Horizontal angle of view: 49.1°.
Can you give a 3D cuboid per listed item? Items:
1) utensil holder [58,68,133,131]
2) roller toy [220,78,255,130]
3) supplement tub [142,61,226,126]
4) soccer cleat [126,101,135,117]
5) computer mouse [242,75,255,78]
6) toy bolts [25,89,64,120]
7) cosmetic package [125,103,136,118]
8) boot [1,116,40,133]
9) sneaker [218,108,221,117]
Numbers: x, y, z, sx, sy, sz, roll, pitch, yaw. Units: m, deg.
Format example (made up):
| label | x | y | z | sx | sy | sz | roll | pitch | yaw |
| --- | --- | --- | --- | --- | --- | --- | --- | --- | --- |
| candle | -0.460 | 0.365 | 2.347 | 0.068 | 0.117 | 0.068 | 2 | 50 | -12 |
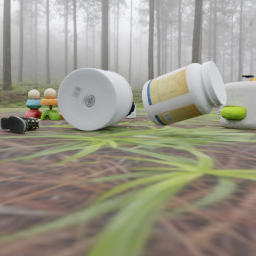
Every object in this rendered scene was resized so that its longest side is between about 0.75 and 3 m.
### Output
| label | x | y | z | sx | sy | sz | roll | pitch | yaw |
| --- | --- | --- | --- | --- | --- | --- | --- | --- | --- |
| utensil holder | -0.873 | -0.839 | 8.208 | 1.771 | 1.771 | 2.084 | 1 | 8 | 9 |
| roller toy | 3.842 | -0.760 | 8.510 | 1.949 | 1.493 | 2.137 | 2 | 5 | 17 |
| supplement tub | 1.213 | -0.730 | 6.108 | 1.545 | 1.118 | 1.118 | -16 | -5 | 33 |
| soccer cleat | -0.929 | -0.612 | 10.890 | 2.999 | 1.013 | 1.215 | -7 | 21 | -28 |
| computer mouse | 3.956 | -1.482 | 8.382 | 1.044 | 0.178 | 0.306 | 7 | 16 | 17 |
| toy bolts | -3.827 | -1.133 | 13.335 | 2.025 | 1.405 | 1.935 | 2 | 5 | 22 |
| cosmetic package | -0.791 | -0.886 | 14.161 | 2.160 | 0.800 | 1.098 | -1 | 5 | -24 |
| boot | -2.673 | -0.110 | 7.314 | 1.167 | 0.421 | 0.881 | 5 | 4 | 41 |
| sneaker | 5.385 | -0.800 | 13.385 | 2.070 | 0.783 | 1.196 | 0 | 2 | 15 |
